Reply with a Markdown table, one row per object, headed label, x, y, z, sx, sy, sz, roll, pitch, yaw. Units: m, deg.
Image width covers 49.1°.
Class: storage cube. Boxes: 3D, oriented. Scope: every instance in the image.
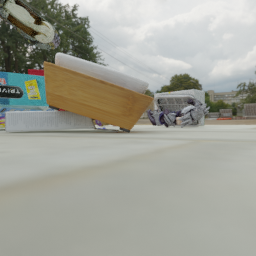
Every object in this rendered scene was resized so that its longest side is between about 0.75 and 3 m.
| label | x | y | z | sx | sy | sz | roll | pitch | yaw |
| --- | --- | --- | --- | --- | --- | --- | --- | --- | --- |
| storage cube | -3.562 | -1.360 | 13.903 | 2.879 | 2.588 | 2.461 | -1 | 1 | -15 |

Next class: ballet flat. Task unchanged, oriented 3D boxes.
| label | x | y | z | sx | sy | sz | roll | pitch | yaw |
| --- | --- | --- | --- | --- | --- | --- | --- | --- | --- |
| ballet flat | -3.033 | -3.240 | 8.826 | 0.959 | 0.959 | 2.665 | 1 | -17 | 36 |

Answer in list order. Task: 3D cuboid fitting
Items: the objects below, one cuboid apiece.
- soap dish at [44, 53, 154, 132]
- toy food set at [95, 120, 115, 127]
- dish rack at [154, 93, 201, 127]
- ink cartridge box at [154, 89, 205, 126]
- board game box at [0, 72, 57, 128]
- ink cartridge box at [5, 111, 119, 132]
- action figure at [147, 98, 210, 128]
| label | x | y | z | sx | sy | sz | roll | pitch | yaw |
| --- | --- | --- | --- | --- | --- | --- | --- | --- | --- |
| soap dish | -0.412 | -0.450 | 4.006 | 1.318 | 0.680 | 1.675 | 17 | 2 | -4 |
| toy food set | -0.748 | -0.197 | 12.941 | 1.399 | 0.347 | 2.201 | 0 | -7 | 6 |
| dish rack | 1.713 | -0.632 | 9.408 | 1.372 | 0.348 | 1.599 | 2 | -36 | 25 |
| ink cartridge box | 2.535 | -0.942 | 14.050 | 1.042 | 1.731 | 2.382 | -1 | 1 | -45 |
| board game box | -3.082 | -0.482 | 5.528 | 2.843 | 0.667 | 2.146 | -1 | -11 | -35 |
| ink cartridge box | -0.986 | -0.100 | 4.361 | 1.482 | 0.301 | 1.479 | 0 | 1 | -13 |
| action figure | 1.509 | -0.404 | 8.466 | 1.396 | 0.744 | 2.145 | -15 | 2 | -29 |
